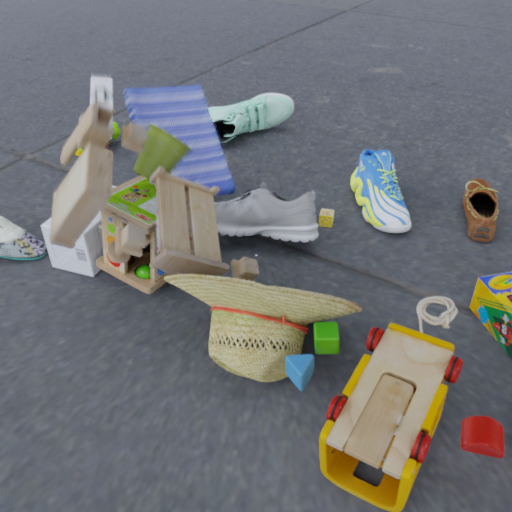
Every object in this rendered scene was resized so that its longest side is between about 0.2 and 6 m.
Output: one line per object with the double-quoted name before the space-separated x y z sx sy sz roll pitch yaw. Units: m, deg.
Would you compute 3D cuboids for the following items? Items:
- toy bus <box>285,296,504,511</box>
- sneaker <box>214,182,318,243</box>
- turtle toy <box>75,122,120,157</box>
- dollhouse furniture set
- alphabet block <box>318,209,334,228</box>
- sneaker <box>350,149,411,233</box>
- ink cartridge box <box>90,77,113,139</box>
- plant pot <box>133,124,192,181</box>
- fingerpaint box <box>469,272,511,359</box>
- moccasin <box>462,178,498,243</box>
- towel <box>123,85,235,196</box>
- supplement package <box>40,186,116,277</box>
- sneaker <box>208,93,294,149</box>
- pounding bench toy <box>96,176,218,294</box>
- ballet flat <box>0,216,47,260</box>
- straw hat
"toy bus" 1.799 1.978 7.330 2.504 1.294 2.363 -12 42 -7
"sneaker" -0.045 -0.945 11.176 2.645 1.084 0.988 6 10 6
"turtle toy" -4.090 -3.121 14.549 0.716 1.032 1.416 26 40 2
"dollhouse furniture set" -1.632 -0.694 9.119 2.933 1.432 2.501 17 51 -35
"alphabet block" 1.495 -0.806 11.916 0.288 0.287 0.293 6 36 12
"sneaker" 2.653 -1.509 12.046 0.898 1.246 2.372 -9 37 -13
"ink cartridge box" -2.768 -2.568 10.021 0.396 0.677 1.168 1 51 -15
"plant pot" -1.700 -1.696 9.717 0.883 0.883 0.839 30 89 34
"fingerpaint box" 4.902 0.955 9.162 2.036 0.747 1.699 -8 37 -11
"moccasin" 4.775 -1.132 11.922 0.747 0.788 2.042 13 39 17
"towel" -1.560 -2.356 11.652 1.862 0.307 2.571 -14 82 -33
"supplement package" -3.164 -0.562 10.973 0.966 1.004 1.764 12 39 18
"sneaker" -0.194 -3.586 15.040 2.641 0.972 1.558 -12 32 1
"pounding bench toy" -1.683 -0.189 9.957 2.064 1.610 1.282 25 39 23
"ballet flat" -5.223 -0.418 10.981 2.240 0.806 0.806 7 37 9
"straw hat" 0.002 1.193 8.324 3.012 3.012 1.275 7 79 9
